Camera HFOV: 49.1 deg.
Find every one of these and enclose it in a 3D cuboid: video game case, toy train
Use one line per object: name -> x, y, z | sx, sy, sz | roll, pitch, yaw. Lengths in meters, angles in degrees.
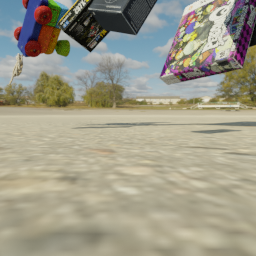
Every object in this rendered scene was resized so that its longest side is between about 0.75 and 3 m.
video game case -> 2.394, -2.790, 8.212 | 0.525, 2.934, 2.660 | 32, -19, -31
toy train -> -2.633, -2.592, 8.938 | 1.703, 2.943, 1.246 | 0, 39, -43

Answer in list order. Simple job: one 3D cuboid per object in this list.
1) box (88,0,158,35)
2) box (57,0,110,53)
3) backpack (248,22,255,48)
box -> -0.009, -1.926, 4.141 | 0.685, 0.923, 0.494 | 24, -10, 36
box -> -0.865, -2.833, 7.181 | 0.381, 1.544, 1.233 | 51, 13, 24
backpack -> 3.640, -3.183, 8.932 | 1.171, 1.403, 0.888 | -1, 1, -17
